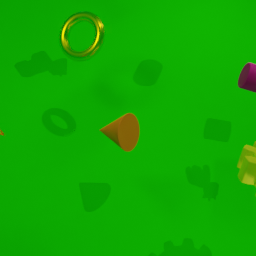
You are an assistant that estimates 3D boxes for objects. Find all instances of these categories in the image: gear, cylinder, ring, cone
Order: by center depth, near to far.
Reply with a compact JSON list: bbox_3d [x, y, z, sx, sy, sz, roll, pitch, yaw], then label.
[{"bbox_3d":[2.638,0.774,4.100,1.923,0.356,1.923,9,21,-4],"label":"gear"},{"bbox_3d":[-0.316,0.073,6.309,0.844,0.841,0.841,4,57,33],"label":"cone"},{"bbox_3d":[-1.156,-2.283,6.977,1.257,0.251,1.257,-1,87,19],"label":"ring"},{"bbox_3d":[3.408,-1.309,7.449,0.701,0.701,0.701,16,62,0],"label":"cylinder"}]

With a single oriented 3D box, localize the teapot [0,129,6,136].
[{"bbox_3d":[-2.753,-0.381,4.386,1.878,1.168,0.920,16,102,3],"label":"teapot"}]
